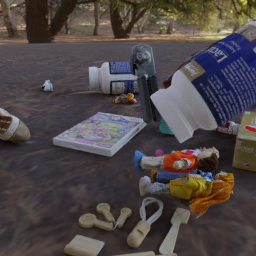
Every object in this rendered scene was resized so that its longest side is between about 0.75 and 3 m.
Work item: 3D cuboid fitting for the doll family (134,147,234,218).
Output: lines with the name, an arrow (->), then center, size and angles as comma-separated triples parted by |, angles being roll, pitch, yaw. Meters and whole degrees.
doll family -> 1.276, 1.039, 5.748 | 1.706, 1.239, 2.749 | -1, -1, 18

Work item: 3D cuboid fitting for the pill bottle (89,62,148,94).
pill bottle -> -0.515, -2.505, 14.008 | 2.812, 1.562, 1.562 | -3, 21, -7

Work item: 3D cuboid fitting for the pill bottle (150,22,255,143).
pill bottle -> 2.102, -0.984, 6.653 | 2.918, 1.689, 1.689 | -34, 20, 8

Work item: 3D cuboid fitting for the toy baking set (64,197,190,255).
toy baking set -> 0.096, 1.742, 4.814 | 2.285, 0.266, 1.753 | -2, 21, -5

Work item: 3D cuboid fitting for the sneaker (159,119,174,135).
sneaker -> 1.952, -0.299, 9.477 | 2.126, 0.825, 0.970 | -26, -12, -17

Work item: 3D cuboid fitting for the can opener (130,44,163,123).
can opener -> 0.558, -1.431, 9.110 | 0.687, 2.575, 0.861 | -8, -2, -16

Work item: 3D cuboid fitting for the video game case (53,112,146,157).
video game case -> -0.794, 0.096, 9.111 | 1.968, 0.248, 2.748 | 9, 23, 22

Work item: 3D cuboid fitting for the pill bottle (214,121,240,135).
pill bottle -> 3.259, -0.032, 9.210 | 0.757, 0.415, 0.415 | 16, 26, 36

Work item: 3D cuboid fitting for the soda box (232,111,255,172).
soda box -> 3.476, 0.290, 7.770 | 0.796, 0.843, 2.488 | 10, 23, 24

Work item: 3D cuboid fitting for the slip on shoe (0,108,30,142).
slip on shoe -> -3.901, -0.071, 8.950 | 2.486, 0.945, 0.753 | 10, -19, 46

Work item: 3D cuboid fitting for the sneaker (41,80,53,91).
sneaker -> -4.368, -2.229, 14.876 | 0.549, 0.475, 1.268 | -15, 25, -21

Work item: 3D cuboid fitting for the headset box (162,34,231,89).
headset box -> 2.604, -1.901, 9.057 | 2.065, 1.071, 2.774 | -45, 14, -33

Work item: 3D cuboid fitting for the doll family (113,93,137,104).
doll family -> -0.144, -1.362, 12.536 | 1.096, 0.494, 0.680 | 4, 22, 11
